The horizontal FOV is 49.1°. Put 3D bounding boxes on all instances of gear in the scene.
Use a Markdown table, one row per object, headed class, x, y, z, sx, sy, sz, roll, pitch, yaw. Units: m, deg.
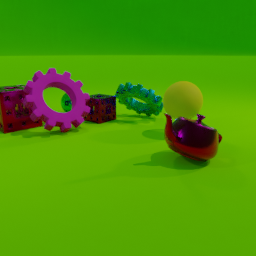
| class | x | y | z | sx | sy | sz | roll | pitch | yaw |
| --- | --- | --- | --- | --- | --- | --- | --- | --- | --- |
| gear | 0.363 | -0.892 | 9.022 | 1.581 | 0.292 | 1.581 | 20 | -18 | 7 |
| gear | -1.941 | -0.783 | 7.778 | 1.808 | 1.808 | 0.334 | -13 | -14 | -38 |

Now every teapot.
| class | x | y | z | sx | sy | sz | roll | pitch | yaw |
| --- | --- | --- | --- | --- | --- | --- | --- | --- | --- |
| teapot | 1.303 | 0.128 | 5.726 | 1.799 | 0.881 | 1.119 | 14 | 11 | -33 |

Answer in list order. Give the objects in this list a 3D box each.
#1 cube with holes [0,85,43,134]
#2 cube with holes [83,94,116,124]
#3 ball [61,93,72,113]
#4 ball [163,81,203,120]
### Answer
| class | x | y | z | sx | sy | sz | roll | pitch | yaw |
| --- | --- | --- | --- | --- | --- | --- | --- | --- | --- |
| cube with holes | -3.350 | -0.609 | 8.247 | 1.138 | 1.138 | 1.138 | -15 | 22 | -42 |
| cube with holes | -0.919 | -0.641 | 9.026 | 0.774 | 0.774 | 0.774 | 12 | 20 | 36 |
| ball | -1.933 | -0.881 | 9.782 | 0.819 | 0.819 | 0.819 | 0 | 16 | 0 |
| ball | 1.419 | -0.697 | 7.266 | 1.022 | 1.022 | 1.022 | 0 | 16 | 0 |
